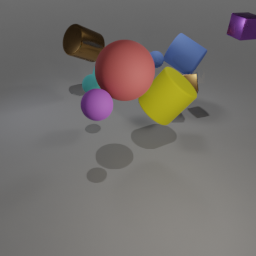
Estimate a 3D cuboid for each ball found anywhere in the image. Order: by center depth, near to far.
[{"bbox_3d":[-0.672,-0.502,6.062,0.700,0.700,0.700,0,31,0],"label":"ball"},{"bbox_3d":[-0.076,-1.334,6.548,1.400,1.400,1.400,0,31,0],"label":"ball"},{"bbox_3d":[-1.210,-1.473,9.518,0.700,0.700,0.700,0,31,0],"label":"ball"},{"bbox_3d":[1.141,-2.848,11.667,0.700,0.700,0.700,0,31,0],"label":"ball"}]

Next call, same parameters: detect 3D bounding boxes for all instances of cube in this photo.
[{"bbox_3d":[3.772,-3.305,9.091,0.700,0.700,0.700,-10,37,-20],"label":"cube"},{"bbox_3d":[2.336,-1.652,10.930,0.700,0.700,0.700,-5,-7,8],"label":"cube"}]

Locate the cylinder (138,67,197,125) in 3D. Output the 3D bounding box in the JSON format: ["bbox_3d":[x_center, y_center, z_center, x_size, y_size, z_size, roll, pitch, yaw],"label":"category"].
[{"bbox_3d":[1.297,-1.047,9.272,1.400,1.400,1.400,32,31,-22],"label":"cylinder"}]

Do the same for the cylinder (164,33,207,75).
[{"bbox_3d":[2.527,-3.218,12.418,1.400,1.400,1.400,36,40,7],"label":"cylinder"}]

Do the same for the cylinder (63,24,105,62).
[{"bbox_3d":[-2.026,-3.866,12.859,1.400,1.400,1.400,28,15,38],"label":"cylinder"}]

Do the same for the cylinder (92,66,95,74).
[{"bbox_3d":[-1.069,-2.030,11.103,0.700,0.700,0.700,15,30,-11],"label":"cylinder"}]
